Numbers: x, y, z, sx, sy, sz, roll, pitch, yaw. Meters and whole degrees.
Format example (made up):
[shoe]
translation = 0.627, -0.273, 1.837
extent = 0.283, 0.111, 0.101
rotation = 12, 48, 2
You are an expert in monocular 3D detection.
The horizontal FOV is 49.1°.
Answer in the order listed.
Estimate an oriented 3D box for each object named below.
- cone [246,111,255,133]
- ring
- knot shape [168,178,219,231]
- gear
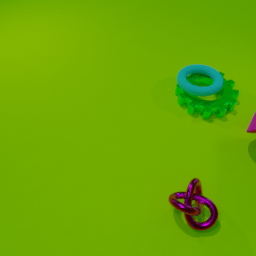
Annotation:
[cone]
translation = 4.020, -0.733, 7.560
extent = 1.621, 1.621, 1.627
rotation = -1, 84, -1
[ring]
translation = 2.332, -1.565, 9.093
extent = 1.479, 0.296, 1.479
rotation = 0, 48, 0
[knot shape]
translation = 1.499, 1.792, 6.664
extent = 1.141, 0.563, 1.219
rotation = 9, 54, -27
[gear]
translation = 2.595, -1.174, 9.277
extent = 1.988, 0.368, 1.988
rotation = 0, 53, 0
